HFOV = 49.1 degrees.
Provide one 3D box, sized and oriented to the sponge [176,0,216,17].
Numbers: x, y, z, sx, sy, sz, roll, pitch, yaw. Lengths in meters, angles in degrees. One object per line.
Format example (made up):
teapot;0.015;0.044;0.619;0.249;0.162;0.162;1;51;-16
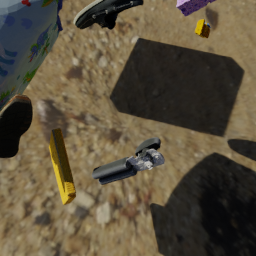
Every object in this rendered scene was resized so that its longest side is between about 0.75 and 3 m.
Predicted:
sponge;2.258;-3.483;5.864;0.388;2.599;1.450;35;56;-34

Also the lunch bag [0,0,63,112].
lunch bag;-2.628;-1.607;4.230;2.602;1.658;2.213;31;80;-8

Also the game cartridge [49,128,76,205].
game cartridge;-1.184;0.730;5.042;0.194;1.056;1.197;-13;75;-22

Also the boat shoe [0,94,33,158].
boat shoe;-1.745;-0.055;4.122;0.452;1.194;0.441;11;41;-35

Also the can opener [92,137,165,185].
can opener;0.006;0.527;4.094;1.221;0.321;0.406;-26;31;29

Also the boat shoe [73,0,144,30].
boat shoe;-0.351;-2.059;5.042;0.594;1.590;0.527;-43;110;-52

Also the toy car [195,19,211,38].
toy car;1.259;-2.423;5.493;0.759;0.515;1.548;0;84;38
